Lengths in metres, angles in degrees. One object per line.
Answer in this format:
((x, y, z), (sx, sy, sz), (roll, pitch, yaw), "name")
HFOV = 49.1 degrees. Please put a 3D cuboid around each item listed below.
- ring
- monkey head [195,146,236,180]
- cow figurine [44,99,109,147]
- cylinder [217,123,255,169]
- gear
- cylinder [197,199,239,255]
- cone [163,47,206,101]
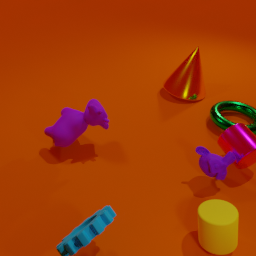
((3.302, -0.326, 8.476), (1.638, 0.328, 1.638), (3, 37, -3), "ring")
((2.020, 0.778, 6.378), (0.750, 1.042, 0.628), (-43, 23, 2), "monkey head")
((-1.282, -0.084, 7.217), (1.507, 0.841, 1.531), (13, 56, 48), "cow figurine")
((2.738, 0.438, 6.775), (0.815, 0.815, 0.815), (-15, 51, -19), "cylinder")
((-0.697, 1.732, 4.730), (1.084, 1.084, 0.200), (-34, 86, -38), "gear")
((1.652, 1.810, 5.162), (0.702, 0.702, 0.702), (-6, 22, 3), "cylinder")
((2.170, -2.046, 9.655), (1.592, 1.598, 1.592), (8, 37, -6), "cone")
